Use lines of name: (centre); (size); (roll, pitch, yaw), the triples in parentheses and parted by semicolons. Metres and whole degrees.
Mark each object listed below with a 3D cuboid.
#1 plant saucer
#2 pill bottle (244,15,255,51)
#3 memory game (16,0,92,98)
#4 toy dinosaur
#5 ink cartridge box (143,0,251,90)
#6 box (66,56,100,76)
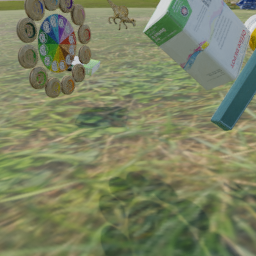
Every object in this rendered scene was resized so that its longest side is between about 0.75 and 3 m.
plant saucer: (1.747, -0.618, 4.086); (0.505, 1.445, 0.137); (26, 9, -40)
pill bottle: (3.389, -2.033, 6.560); (0.856, 0.856, 1.642); (-7, 46, -14)
memory game: (-1.670, -2.042, 6.917); (0.169, 2.654, 2.654); (11, 30, 26)
toy dinosaur: (-0.295, -3.393, 8.351); (1.295, 0.655, 0.377); (42, 36, -3)
ink cartridge box: (1.618, -2.136, 6.286); (0.937, 2.141, 1.555); (-21, 38, 58)
box: (-2.014, -2.397, 10.463); (1.716, 0.312, 1.238); (11, 27, 4)
